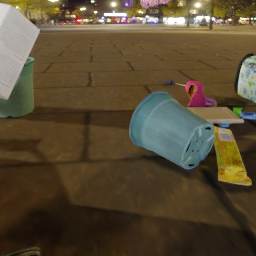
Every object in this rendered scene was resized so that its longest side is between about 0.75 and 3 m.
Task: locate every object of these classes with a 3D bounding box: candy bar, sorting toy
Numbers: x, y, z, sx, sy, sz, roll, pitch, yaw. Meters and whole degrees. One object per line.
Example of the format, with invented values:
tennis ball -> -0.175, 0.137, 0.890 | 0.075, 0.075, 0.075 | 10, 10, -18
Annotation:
candy bar -> 2.523, 0.586, 7.164 | 0.695, 0.309, 2.788 | 8, 24, 8
sorting toy -> 2.763, -0.341, 9.270 | 2.912, 0.397, 1.640 | -1, 19, -2

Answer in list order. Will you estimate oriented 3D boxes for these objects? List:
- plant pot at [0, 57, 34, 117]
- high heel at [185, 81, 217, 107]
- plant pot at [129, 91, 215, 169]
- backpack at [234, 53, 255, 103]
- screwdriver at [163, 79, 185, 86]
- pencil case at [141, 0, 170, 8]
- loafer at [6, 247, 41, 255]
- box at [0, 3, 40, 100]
plant pot -> -4.202, -1.476, 10.001 | 1.912, 1.873, 1.912 | -1, 24, 0
high heel -> 2.496, -1.340, 11.108 | 1.112, 0.781, 2.318 | 4, 34, -17
plant pot -> 1.139, 0.112, 6.897 | 1.620, 1.620, 1.587 | -18, 37, -36
backpack -> 5.348, -1.813, 11.177 | 1.742, 1.849, 2.266 | -21, 37, -30
screwdriver -> 2.382, -2.169, 13.674 | 0.245, 0.235, 1.683 | 18, 3, -43
pencil case -> 0.887, -4.253, 9.240 | 0.972, 0.402, 0.420 | 4, 56, 37
loafer -> -1.741, 2.024, 3.826 | 1.134, 0.407, 0.357 | -16, 47, -19
box -> -3.306, -1.880, 6.679 | 1.470, 1.931, 1.027 | 21, -5, 25
